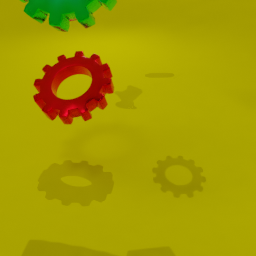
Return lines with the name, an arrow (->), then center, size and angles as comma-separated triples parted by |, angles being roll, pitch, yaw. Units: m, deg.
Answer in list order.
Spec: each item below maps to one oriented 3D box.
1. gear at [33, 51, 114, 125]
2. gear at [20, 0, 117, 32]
gear -> -1.044, -0.806, 5.394 | 1.522, 0.282, 1.522 | -4, 61, 8
gear -> -0.831, -2.147, 3.750 | 1.585, 1.585, 0.293 | 7, 5, 10
